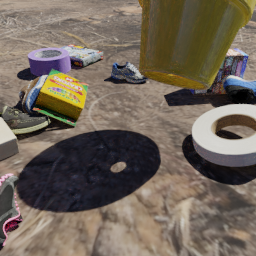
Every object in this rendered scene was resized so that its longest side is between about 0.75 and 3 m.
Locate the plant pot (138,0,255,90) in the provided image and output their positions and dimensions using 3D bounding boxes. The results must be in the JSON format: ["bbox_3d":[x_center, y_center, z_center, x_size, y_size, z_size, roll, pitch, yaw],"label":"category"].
[{"bbox_3d":[1.495,-2.489,7.035,2.882,2.712,2.882,14,1,0],"label":"plant pot"}]

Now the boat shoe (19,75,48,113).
[{"bbox_3d":[-3.346,-1.117,9.904,0.827,0.825,2.285,-10,30,8],"label":"boat shoe"}]

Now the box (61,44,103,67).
[{"bbox_3d":[-2.556,-3.659,14.057,2.211,0.441,1.514,21,38,29],"label":"box"}]

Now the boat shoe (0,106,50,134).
[{"bbox_3d":[-3.593,-0.256,8.364,2.393,0.787,0.855,-9,22,-12],"label":"boat shoe"}]

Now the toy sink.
[{"bbox_3d":[-3.571,0.318,7.669,0.708,0.609,1.086,-25,49,-34],"label":"toy sink"}]

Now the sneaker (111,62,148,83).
[{"bbox_3d":[0.067,-2.374,11.797,1.719,0.732,0.662,11,34,15],"label":"sneaker"}]

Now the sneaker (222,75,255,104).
[{"bbox_3d":[4.410,-1.242,10.078,1.976,0.758,1.099,12,48,-10],"label":"sneaker"}]

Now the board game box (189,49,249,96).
[{"bbox_3d":[3.357,-2.143,10.703,1.894,1.510,0.917,-3,32,-6],"label":"board game box"}]

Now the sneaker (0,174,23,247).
[{"bbox_3d":[-2.518,1.678,5.739,0.827,0.685,1.734,19,33,-9],"label":"sneaker"}]

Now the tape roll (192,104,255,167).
[{"bbox_3d":[2.940,0.118,7.667,2.352,0.430,2.352,-13,32,9],"label":"tape roll"}]

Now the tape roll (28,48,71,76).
[{"bbox_3d":[-3.566,-3.023,12.778,1.812,0.770,1.812,-1,32,0],"label":"tape roll"}]

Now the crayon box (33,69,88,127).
[{"bbox_3d":[-2.173,-1.076,9.423,1.442,0.577,2.272,22,30,-16],"label":"crayon box"}]
